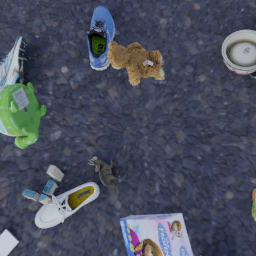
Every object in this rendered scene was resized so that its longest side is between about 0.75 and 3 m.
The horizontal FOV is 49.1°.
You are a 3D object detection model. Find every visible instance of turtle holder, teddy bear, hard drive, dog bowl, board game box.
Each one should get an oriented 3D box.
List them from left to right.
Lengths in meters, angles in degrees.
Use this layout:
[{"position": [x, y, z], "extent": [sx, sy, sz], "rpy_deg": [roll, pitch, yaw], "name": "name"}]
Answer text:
[{"position": [-4.559, 4.312, 10.187], "extent": [0.668, 0.135, 1.012], "rpy_deg": [40, 80, 9], "name": "hard drive"}, {"position": [-3.411, -0.411, 8.568], "extent": [1.386, 1.952, 1.483], "rpy_deg": [-5, 58, 18], "name": "turtle holder"}, {"position": [0.288, -2.204, 9.479], "extent": [2.222, 0.742, 1.611], "rpy_deg": [-14, 85, -30], "name": "teddy bear"}, {"position": [0.868, 3.843, 7.928], "extent": [0.552, 2.678, 2.684], "rpy_deg": [-8, 77, -31], "name": "board game box"}, {"position": [4.821, -3.065, 11.600], "extent": [1.894, 0.698, 1.894], "rpy_deg": [-4, 71, 12], "name": "dog bowl"}]

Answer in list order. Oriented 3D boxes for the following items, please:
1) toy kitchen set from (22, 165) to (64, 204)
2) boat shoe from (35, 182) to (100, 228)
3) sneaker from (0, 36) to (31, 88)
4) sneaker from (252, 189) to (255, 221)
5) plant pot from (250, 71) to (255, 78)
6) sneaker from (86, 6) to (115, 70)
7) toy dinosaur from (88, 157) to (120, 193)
[{"position": [-3.226, 2.030, 10.417], "extent": [1.032, 0.759, 1.288], "rpy_deg": [10, 59, 24], "name": "toy kitchen set"}, {"position": [-2.229, 2.777, 10.067], "extent": [2.606, 1.111, 0.963], "rpy_deg": [-27, 77, -6], "name": "boat shoe"}, {"position": [-4.838, -2.495, 11.438], "extent": [1.218, 1.095, 2.822], "rpy_deg": [6, 76, 5], "name": "sneaker"}, {"position": [4.906, 2.879, 10.376], "extent": [0.524, 0.480, 1.250], "rpy_deg": [8, 77, 6], "name": "sneaker"}, {"position": [6.058, -2.714, 11.061], "extent": [1.406, 2.099, 2.099], "rpy_deg": [22, 77, -4], "name": "plant pot"}, {"position": [-1.116, -3.922, 11.696], "extent": [1.104, 1.253, 2.811], "rpy_deg": [0, 75, 0], "name": "sneaker"}, {"position": [-0.785, 1.775, 10.676], "extent": [0.846, 0.636, 1.653], "rpy_deg": [-27, 83, 5], "name": "toy dinosaur"}]
